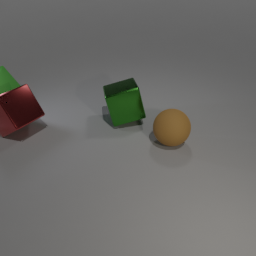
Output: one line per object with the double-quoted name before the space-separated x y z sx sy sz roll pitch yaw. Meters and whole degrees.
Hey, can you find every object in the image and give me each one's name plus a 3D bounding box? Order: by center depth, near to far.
"ball" 1.627 -0.021 10.414 1.400 1.400 1.400 0 33 0
"cube" -4.442 -0.672 10.975 1.400 1.400 1.400 -18 15 43
"cube" -0.173 -1.112 11.832 1.400 1.400 1.400 -16 28 -1
"cube" -5.821 -1.624 12.339 1.400 1.400 1.400 -13 46 18
